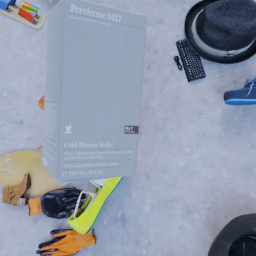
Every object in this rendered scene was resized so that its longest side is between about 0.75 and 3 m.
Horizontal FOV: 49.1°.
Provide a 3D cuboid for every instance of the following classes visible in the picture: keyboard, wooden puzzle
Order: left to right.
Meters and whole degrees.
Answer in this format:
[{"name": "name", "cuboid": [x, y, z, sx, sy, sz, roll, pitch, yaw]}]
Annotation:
[{"name": "wooden puzzle", "cuboid": [-2.387, -2.568, 5.994, 1.230, 1.139, 0.285, 16, 120, -20]}, {"name": "keyboard", "cuboid": [1.884, -2.134, 8.810, 0.831, 0.177, 1.384, -16, 81, -2]}]

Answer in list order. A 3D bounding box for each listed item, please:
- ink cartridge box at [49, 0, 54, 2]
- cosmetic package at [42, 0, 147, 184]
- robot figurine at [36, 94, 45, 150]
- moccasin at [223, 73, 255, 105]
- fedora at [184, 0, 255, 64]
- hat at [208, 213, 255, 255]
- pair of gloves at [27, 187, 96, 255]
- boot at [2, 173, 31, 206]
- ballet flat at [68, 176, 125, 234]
[{"name": "ink cartridge box", "cuboid": [-1.796, -5.445, 9.124, 2.768, 0.543, 1.377, -35, 83, -6]}, {"name": "cosmetic package", "cuboid": [-0.673, -0.648, 5.248, 1.599, 1.350, 2.993, -1, 100, -28]}, {"name": "robot figurine", "cuboid": [-1.149, -0.279, 7.755, 1.715, 2.115, 2.940, 30, 80, 34]}, {"name": "moccasin", "cuboid": [3.984, -1.159, 8.342, 2.521, 1.014, 0.860, -6, 89, -14]}, {"name": "fedora", "cuboid": [3.043, -3.184, 8.396, 2.559, 1.169, 2.559, 1, 79, -3]}, {"name": "hat", "cuboid": [3.237, 3.389, 7.590, 2.537, 1.023, 2.537, 0, 86, -7]}, {"name": "pair of gloves", "cuboid": [-1.905, 2.721, 8.045, 1.703, 0.236, 1.912, -13, 81, -8]}, {"name": "boot", "cuboid": [-3.264, 1.762, 8.149, 0.757, 0.361, 0.979, 5, 79, 5]}, {"name": "ballet flat", "cuboid": [-0.854, 1.811, 7.851, 0.798, 0.795, 2.380, 34, 83, -11]}]
